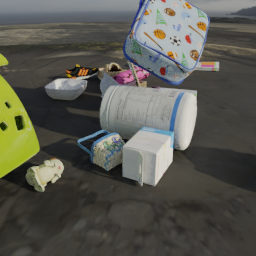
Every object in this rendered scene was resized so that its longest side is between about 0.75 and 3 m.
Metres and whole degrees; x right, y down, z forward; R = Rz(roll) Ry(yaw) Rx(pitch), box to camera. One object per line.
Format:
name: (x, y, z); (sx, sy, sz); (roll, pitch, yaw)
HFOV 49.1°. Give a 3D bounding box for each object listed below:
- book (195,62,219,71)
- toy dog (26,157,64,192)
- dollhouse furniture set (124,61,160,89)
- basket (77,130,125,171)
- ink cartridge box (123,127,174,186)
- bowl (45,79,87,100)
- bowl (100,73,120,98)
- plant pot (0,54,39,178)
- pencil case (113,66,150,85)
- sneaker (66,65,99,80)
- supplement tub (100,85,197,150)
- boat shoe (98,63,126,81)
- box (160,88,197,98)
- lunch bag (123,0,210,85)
book: (4.407, -3.502, 15.938); (1.451, 0.349, 0.969); (6, 28, 15)
toy dog: (-1.811, 1.013, 6.311); (0.823, 0.574, 0.798); (-30, 3, -43)
dollhouse furniture set: (-0.074, -1.979, 11.089); (1.724, 1.544, 2.176); (-23, 14, -7)
basket: (-0.582, 0.472, 7.047); (1.107, 0.770, 0.976); (30, 39, 31)
ink cartridge box: (0.456, 0.652, 6.564); (0.836, 0.858, 1.334); (12, 27, 25)
bowl: (-2.548, -1.590, 11.648); (1.472, 0.550, 1.470); (6, 26, 11)
bowl: (-0.424, -1.172, 10.137); (1.705, 0.766, 1.705); (39, 5, -4)
plant pot: (-4.025, -0.229, 5.732); (2.905, 2.636, 2.890); (0, 19, 21)
pencil case: (0.160, -2.170, 11.884); (0.827, 0.801, 1.766); (20, 39, 34)
sneaker: (-2.239, -2.801, 13.697); (1.613, 0.726, 0.564); (-19, 29, -9)
supplement tub: (0.594, -0.341, 7.850); (2.379, 1.569, 1.569); (10, 27, 23)
boat shoe: (-0.678, -2.641, 13.376); (0.992, 0.931, 2.692); (-16, 28, -28)
box: (1.716, -0.970, 10.500); (1.616, 0.427, 2.073); (7, 25, 14)
lunch bag: (1.047, -2.606, 7.679); (2.100, 0.990, 2.620); (25, 59, -8)
